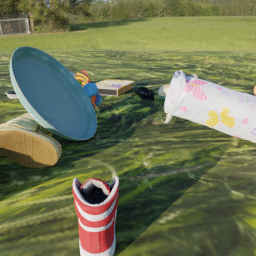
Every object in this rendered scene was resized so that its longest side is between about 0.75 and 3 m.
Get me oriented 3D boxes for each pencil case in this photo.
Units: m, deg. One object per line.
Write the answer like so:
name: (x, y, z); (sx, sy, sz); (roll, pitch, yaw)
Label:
pencil case: (2.302, -0.549, 7.144); (2.759, 1.147, 1.251); (19, 37, 0)

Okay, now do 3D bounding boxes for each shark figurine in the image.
shark figurine: (1.263, -0.365, 8.074); (0.376, 0.902, 0.539); (-2, 39, -13)

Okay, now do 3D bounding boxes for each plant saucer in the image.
plant saucer: (-1.957, -0.858, 7.493); (0.401, 2.928, 2.928); (-33, 9, 20)

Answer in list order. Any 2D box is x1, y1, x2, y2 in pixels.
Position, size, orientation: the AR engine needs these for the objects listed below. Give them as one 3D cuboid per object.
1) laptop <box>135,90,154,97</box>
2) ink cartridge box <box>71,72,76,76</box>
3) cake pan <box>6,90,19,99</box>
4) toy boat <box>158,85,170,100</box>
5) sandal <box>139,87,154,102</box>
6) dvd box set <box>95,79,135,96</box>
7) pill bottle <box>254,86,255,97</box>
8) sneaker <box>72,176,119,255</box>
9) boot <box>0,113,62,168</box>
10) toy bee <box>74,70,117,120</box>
laptop: (0.734, -1.505, 12.654); (0.706, 0.411, 0.796); (-3, -6, -12)
ink cartridge box: (-2.840, -2.354, 13.601); (1.057, 0.610, 1.456); (27, 11, -20)
cake pan: (-4.768, -1.498, 12.363); (1.164, 0.213, 1.164); (0, 19, 0)
toy boat: (1.992, -1.559, 12.019); (1.292, 0.714, 1.537); (1, 27, 16)
sandal: (0.734, -1.482, 11.896); (0.537, 0.303, 1.414); (-6, 33, -13)
dvd box set: (-0.813, -1.992, 13.607); (1.663, 0.334, 2.273); (7, 21, 19)
pill bottle: (5.862, -1.469, 10.471); (2.667, 1.417, 1.417); (-14, 24, -34)
sneaker: (-0.455, 0.953, 4.108); (0.631, 0.996, 1.771); (-3, 19, -8)
boot: (-2.212, 0.182, 6.713); (2.263, 0.824, 1.759); (6, 18, 22)
toy bee: (-1.476, -0.960, 9.340); (1.224, 1.474, 2.251); (-29, 39, -9)
